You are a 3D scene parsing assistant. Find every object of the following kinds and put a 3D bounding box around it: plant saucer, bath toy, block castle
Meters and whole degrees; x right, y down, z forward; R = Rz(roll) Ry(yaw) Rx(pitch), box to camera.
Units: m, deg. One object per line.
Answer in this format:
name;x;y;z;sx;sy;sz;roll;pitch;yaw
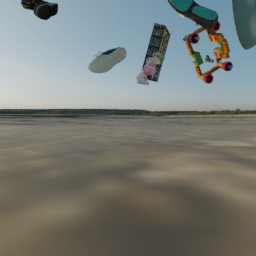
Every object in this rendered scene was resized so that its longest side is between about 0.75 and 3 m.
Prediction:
plant saucer;2.514;-2.867;5.433;0.355;2.593;2.593;6;4;35
bath toy;0.687;-1.809;8.695;0.445;1.205;0.524;32;-20;1
block castle;3.250;-2.991;11.128;1.428;2.137;1.002;-32;25;-8

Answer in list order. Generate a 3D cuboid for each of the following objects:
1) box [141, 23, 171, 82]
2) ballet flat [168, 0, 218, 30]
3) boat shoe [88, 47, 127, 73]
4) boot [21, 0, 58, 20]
box;1.109;-2.889;11.079;0.456;2.061;1.651;17;11;13
ballet flat;2.086;-3.842;9.283;1.945;0.711;0.711;37;15;19
boat shoe;-0.776;-2.391;9.781;0.524;0.634;1.694;13;45;44
boot;-2.335;-3.080;7.120;0.800;0.389;1.062;18;35;4
